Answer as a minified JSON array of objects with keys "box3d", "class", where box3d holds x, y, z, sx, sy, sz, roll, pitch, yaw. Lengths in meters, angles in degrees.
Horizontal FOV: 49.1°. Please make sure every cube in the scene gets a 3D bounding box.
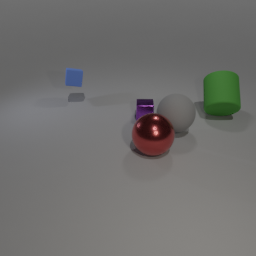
[{"box3d":[0.692,-0.743,11.504,0.700,0.700,0.700,1,29,2],"class":"cube"},{"box3d":[-2.388,-2.237,12.358,0.700,0.700,0.700,4,16,-15],"class":"cube"}]

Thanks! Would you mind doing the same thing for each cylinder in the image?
[{"box3d":[3.790,-1.380,11.358,1.400,1.400,1.400,3,71,5],"class":"cylinder"}]

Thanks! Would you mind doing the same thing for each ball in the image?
[{"box3d":[0.818,0.209,9.149,1.400,1.400,1.400,0,30,0],"class":"ball"},{"box3d":[1.735,-0.545,10.126,1.400,1.400,1.400,0,30,0],"class":"ball"}]
